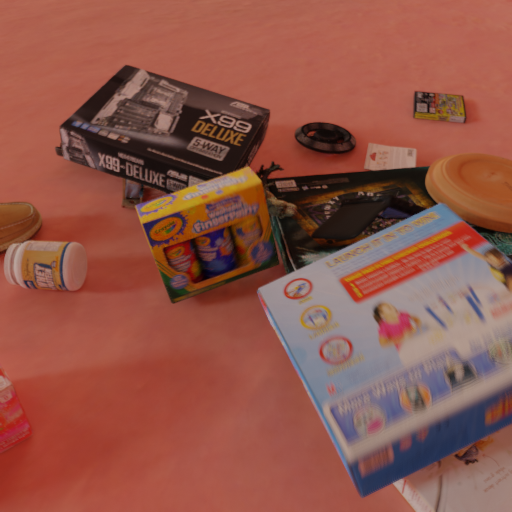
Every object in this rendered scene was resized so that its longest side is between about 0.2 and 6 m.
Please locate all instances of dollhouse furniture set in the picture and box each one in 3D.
[{"bbox_3d":[-2.252,-1.586,12.138,1.247,0.879,0.874,3,40,-9],"label":"dollhouse furniture set"}]

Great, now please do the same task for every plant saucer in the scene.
[{"bbox_3d":[4.706,-1.368,11.104,2.593,0.419,2.593,4,40,-3],"label":"plant saucer"}]

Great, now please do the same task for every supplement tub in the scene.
[{"bbox_3d":[-3.729,0.171,9.982,1.205,0.872,0.872,2,40,3],"label":"supplement tub"}]

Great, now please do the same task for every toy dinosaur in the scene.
[{"bbox_3d":[0.074,-1.371,11.296,2.296,0.545,1.012,21,81,53],"label":"toy dinosaur"}]

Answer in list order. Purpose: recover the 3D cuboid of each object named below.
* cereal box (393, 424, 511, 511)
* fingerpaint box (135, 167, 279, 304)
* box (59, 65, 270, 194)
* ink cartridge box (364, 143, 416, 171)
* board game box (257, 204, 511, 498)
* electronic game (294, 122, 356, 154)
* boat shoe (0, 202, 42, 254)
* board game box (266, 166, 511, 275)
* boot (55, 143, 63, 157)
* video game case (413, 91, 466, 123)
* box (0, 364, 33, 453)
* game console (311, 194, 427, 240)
[{"bbox_3d":[2.507,2.158,7.686,2.206,0.606,3.066,-25,45,-20],"label":"cereal box"},{"bbox_3d":[-0.777,-0.337,9.514,2.043,1.704,0.749,-20,35,-9],"label":"fingerpaint box"},{"bbox_3d":[-1.787,-2.571,11.804,3.549,0.883,2.799,20,48,7],"label":"box"},{"bbox_3d":[3.171,-2.178,13.251,1.168,0.296,1.325,10,40,11],"label":"ink cartridge box"},{"bbox_3d":[2.028,0.996,7.517,3.210,0.897,3.143,-24,38,-3],"label":"board game box"},{"bbox_3d":[1.751,-2.982,14.183,1.577,0.328,1.577,5,36,-3],"label":"electronic game"},{"bbox_3d":[-5.724,-0.540,10.574,3.150,1.199,1.129,-22,44,-24],"label":"boat shoe"},{"bbox_3d":[2.802,-0.615,11.075,4.860,0.684,3.287,-5,40,-7],"label":"board game box"},{"bbox_3d":[-2.920,-3.136,13.758,2.852,1.134,3.276,21,46,22],"label":"boot"},{"bbox_3d":[5.145,-4.205,15.772,1.389,0.196,1.537,8,40,10],"label":"video game case"},{"bbox_3d":[-4.407,2.249,7.260,2.430,1.151,1.247,-28,47,-29],"label":"box"},{"bbox_3d":[1.957,-0.538,9.698,1.376,0.911,1.565,17,-3,-21],"label":"game console"}]
